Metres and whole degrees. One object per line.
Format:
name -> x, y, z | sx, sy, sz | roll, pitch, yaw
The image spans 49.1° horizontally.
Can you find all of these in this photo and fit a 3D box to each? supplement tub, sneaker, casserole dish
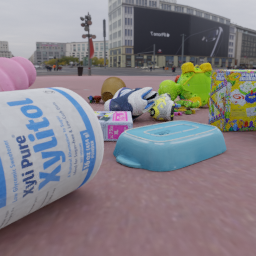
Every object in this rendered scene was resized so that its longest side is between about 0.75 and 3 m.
supplement tub -> -1.504, 0.342, 3.222 | 1.508, 1.508, 2.286 | 8, 16, 32
sneaker -> 0.340, -0.945, 9.509 | 1.659, 0.913, 2.266 | -10, 16, 24
casserole dish -> 0.918, 0.262, 5.890 | 2.650, 0.514, 1.605 | -11, 17, -38
sneaker -> 1.096, -0.801, 9.872 | 0.819, 0.808, 2.143 | 3, 12, -1

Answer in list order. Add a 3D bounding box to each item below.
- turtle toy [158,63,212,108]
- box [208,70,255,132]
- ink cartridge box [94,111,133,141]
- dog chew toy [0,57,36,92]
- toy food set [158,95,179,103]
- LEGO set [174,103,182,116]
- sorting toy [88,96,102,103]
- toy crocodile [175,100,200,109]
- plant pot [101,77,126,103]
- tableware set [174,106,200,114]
turtle toy -> 2.569, -1.674, 11.943 | 2.693, 1.963, 1.361 | -6, -8, -28
box -> 3.369, -0.826, 8.034 | 1.724, 1.660, 1.051 | -1, 13, -6
ink cartridge box -> -1.272, -0.091, 7.397 | 2.768, 0.581, 1.652 | -2, 12, -1
dog chew toy -> -4.311, -1.532, 9.517 | 1.863, 1.863, 2.992 | 6, 34, 24
toy food set -> 1.872, -1.390, 13.821 | 1.164, 0.288, 1.831 | 0, 20, 3
LEGO set -> 1.661, -0.752, 10.586 | 0.444, 0.412, 1.081 | -1, 11, -8
sorting toy -> -1.650, -1.340, 13.527 | 0.528, 0.361, 0.879 | 9, -9, -43
toy crocodile -> 2.356, -0.980, 11.197 | 0.383, 0.350, 1.135 | 19, -1, -34
plant pot -> -0.806, -1.681, 13.334 | 1.224, 1.224, 1.314 | 3, 26, 12
tableware set -> 2.177, -0.680, 10.881 | 0.756, 0.172, 1.123 | -12, 18, -33
